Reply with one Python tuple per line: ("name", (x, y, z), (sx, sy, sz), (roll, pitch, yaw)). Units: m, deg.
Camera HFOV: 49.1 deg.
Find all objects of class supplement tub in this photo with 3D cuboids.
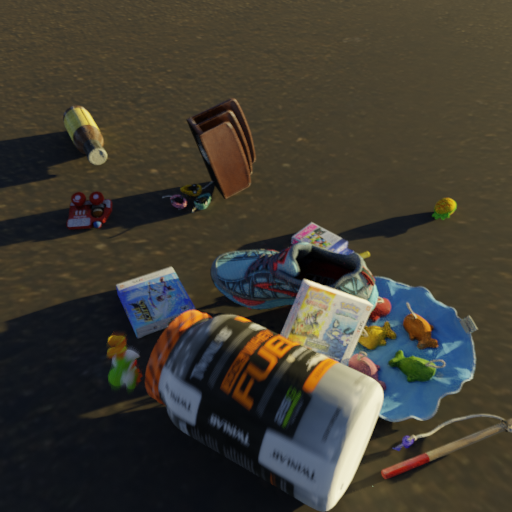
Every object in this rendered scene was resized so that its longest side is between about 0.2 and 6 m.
("supplement tub", (0.053, 1.900, 7.484), (2.876, 1.762, 1.762), (22, 46, 23))

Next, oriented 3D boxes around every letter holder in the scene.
("letter holder", (-0.551, -2.321, 12.067), (1.214, 1.708, 0.859), (-27, 43, -7))

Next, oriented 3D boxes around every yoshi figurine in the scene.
("yoshi figurine", (-1.941, 1.555, 7.867), (0.486, 0.868, 0.488), (21, 45, 34))

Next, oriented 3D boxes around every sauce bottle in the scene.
("sauce bottle", (-4.178, -2.936, 13.718), (0.711, 0.711, 2.198), (-17, 44, -19))

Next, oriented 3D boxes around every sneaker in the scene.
("sneaker", (0.550, 0.173, 9.373), (2.930, 1.400, 1.162), (6, 57, 18))

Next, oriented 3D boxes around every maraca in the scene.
("maraca", (3.962, -0.979, 11.812), (0.440, 0.343, 0.641), (6, 48, 38))

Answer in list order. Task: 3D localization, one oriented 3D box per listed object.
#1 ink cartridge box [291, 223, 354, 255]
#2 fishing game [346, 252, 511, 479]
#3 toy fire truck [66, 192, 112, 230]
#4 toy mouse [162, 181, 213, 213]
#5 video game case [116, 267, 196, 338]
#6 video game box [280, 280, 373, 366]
("ink cartridge box", (1.314, -0.225, 11.052), (1.095, 0.230, 0.653), (33, 51, 29))
("fishing game", (2.093, 1.319, 9.031), (2.968, 0.644, 4.145), (-15, 44, -12))
("toy fire truck", (-3.466, -0.897, 11.673), (0.897, 0.503, 0.753), (-3, 66, -2))
("toy mouse", (-1.407, -1.164, 12.086), (1.181, 0.228, 1.049), (-9, 42, -10))
("video game case", (-1.774, 0.791, 9.862), (1.073, 0.269, 1.184), (-19, 45, -19))
("video game box", (1.050, 1.047, 8.511), (1.201, 1.094, 0.281), (19, 6, -23))
